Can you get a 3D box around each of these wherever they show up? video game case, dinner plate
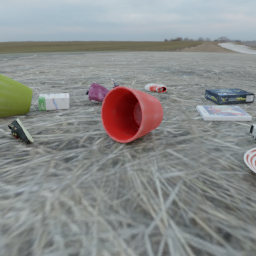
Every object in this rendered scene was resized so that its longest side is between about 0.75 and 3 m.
[{"bbox_3d":[4.087,-0.667,12.152,1.909,0.219,1.739,1,20,2],"label":"video game case"},{"bbox_3d":[4.267,1.054,7.149,2.469,0.299,2.469,-1,19,0],"label":"dinner plate"}]

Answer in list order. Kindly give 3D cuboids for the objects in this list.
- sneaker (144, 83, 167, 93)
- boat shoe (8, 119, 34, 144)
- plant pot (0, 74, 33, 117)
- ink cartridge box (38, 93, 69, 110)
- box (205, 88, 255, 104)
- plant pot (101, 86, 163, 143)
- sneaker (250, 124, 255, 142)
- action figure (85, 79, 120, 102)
[{"bbox_3d":[1.652,-2.370,16.639,1.363,0.455,0.731,2,17,-4],"label":"sneaker"},{"bbox_3d":[-3.597,0.180,9.375,0.487,0.569,1.555,-37,40,-17],"label":"boat shoe"},{"bbox_3d":[-5.244,-1.309,11.823,2.214,2.071,2.071,9,15,-21],"label":"plant pot"},{"bbox_3d":[-3.479,-1.254,13.264,1.381,0.580,1.000,-4,19,-12],"label":"ink cartridge box"},{"bbox_3d":[5.236,-1.673,14.572,1.978,0.504,1.559,-3,18,-10],"label":"box"},{"bbox_3d":[0.259,-0.488,9.576,1.824,1.824,1.614,15,14,37],"label":"plant pot"},{"bbox_3d":[4.495,0.202,9.400,0.508,0.471,1.254,11,22,7],"label":"sneaker"},{"bbox_3d":[-0.952,-1.470,13.762,2.144,1.436,1.597,15,-23,4],"label":"action figure"}]
